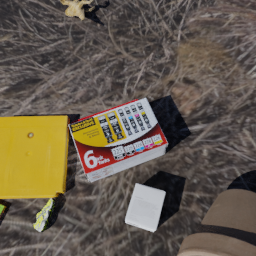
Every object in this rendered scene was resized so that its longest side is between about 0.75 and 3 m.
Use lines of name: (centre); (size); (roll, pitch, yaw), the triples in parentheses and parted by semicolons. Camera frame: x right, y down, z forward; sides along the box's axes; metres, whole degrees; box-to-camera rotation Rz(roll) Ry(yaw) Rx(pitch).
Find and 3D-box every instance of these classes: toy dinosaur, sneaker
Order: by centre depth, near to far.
sneaker: (-2.463, 2.515, 8.243); (0.383, 0.378, 1.003); (18, 66, 7)
toy dinosaur: (-1.926, -4.811, 11.307); (1.213, 0.698, 2.398); (-33, 57, -8)

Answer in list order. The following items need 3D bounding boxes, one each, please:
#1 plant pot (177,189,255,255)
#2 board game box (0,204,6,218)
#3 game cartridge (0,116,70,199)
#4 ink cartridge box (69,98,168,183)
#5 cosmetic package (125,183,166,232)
plant pot: (2.789, 2.890, 7.168); (2.613, 2.613, 2.279); (23, 50, 10)
board game box: (-4.226, 2.852, 8.195); (0.664, 0.208, 1.390); (18, 65, 9)
game cartridge: (-3.121, 0.886, 8.969); (2.354, 0.433, 2.670); (-1, 69, 0)
ink cartridge box: (-0.414, 0.137, 8.895); (2.591, 1.086, 2.274); (-20, 67, -8)
cosmetic package: (0.493, 2.291, 8.051); (0.893, 0.892, 1.083); (16, 68, 7)
